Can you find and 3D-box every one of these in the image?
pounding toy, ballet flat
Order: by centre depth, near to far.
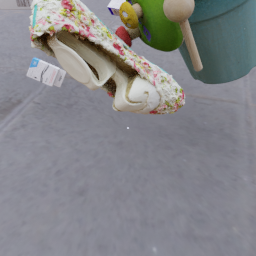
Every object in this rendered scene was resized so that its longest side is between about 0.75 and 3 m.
[{"bbox_3d":[-0.241,-0.749,4.005,2.683,1.015,0.857,32,49,-25],"label":"ballet flat"},{"bbox_3d":[0.314,-1.853,5.044,0.951,1.581,2.049,-30,47,-8],"label":"pounding toy"}]

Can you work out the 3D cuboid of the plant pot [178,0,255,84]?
[{"bbox_3d":[2.006,-2.491,6.471,2.466,2.415,2.466,-19,39,17],"label":"plant pot"}]

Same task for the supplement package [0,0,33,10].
[{"bbox_3d":[-2.835,-4.617,8.293,1.605,1.593,2.115,3,39,6],"label":"supplement package"}]

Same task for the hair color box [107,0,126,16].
[{"bbox_3d":[-0.035,-3.466,7.454,0.560,0.332,1.024,25,80,30],"label":"hair color box"}]

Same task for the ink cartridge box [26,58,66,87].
[{"bbox_3d":[-2.280,-1.531,7.870,0.935,0.542,0.317,22,13,-12],"label":"ink cartridge box"}]
